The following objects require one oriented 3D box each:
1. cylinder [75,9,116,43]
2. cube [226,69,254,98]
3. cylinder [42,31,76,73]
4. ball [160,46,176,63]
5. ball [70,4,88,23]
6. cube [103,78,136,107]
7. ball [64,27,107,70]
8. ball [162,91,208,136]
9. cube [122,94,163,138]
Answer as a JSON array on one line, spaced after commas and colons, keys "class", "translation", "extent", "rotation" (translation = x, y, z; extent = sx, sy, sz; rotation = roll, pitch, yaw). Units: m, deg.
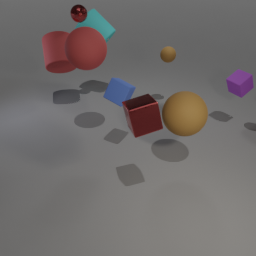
[{"class": "cylinder", "translation": [-1.546, -4.558, 13.151], "extent": [1.400, 1.400, 1.400], "rotation": [43, 31, -10]}, {"class": "cube", "translation": [4.437, -1.769, 11.098], "extent": [0.700, 0.700, 0.700], "rotation": [-39, 43, -8]}, {"class": "cylinder", "translation": [-3.040, -3.344, 12.485], "extent": [1.400, 1.400, 1.400], "rotation": [-10, -9, -2]}, {"class": "ball", "translation": [1.791, -3.276, 12.499], "extent": [0.700, 0.700, 0.700], "rotation": [0, 30, 0]}, {"class": "ball", "translation": [-2.023, -4.719, 11.559], "extent": [0.700, 0.700, 0.700], "rotation": [0, 30, 0]}, {"class": "cube", "translation": [-0.269, -1.181, 9.189], "extent": [0.700, 0.700, 0.700], "rotation": [30, 15, 10]}, {"class": "ball", "translation": [-1.398, -2.632, 9.316], "extent": [1.400, 1.400, 1.400], "rotation": [0, 30, 0]}, {"class": "ball", "translation": [1.752, -0.437, 8.682], "extent": [1.400, 1.400, 1.400], "rotation": [0, 30, 0]}, {"class": "cube", "translation": [0.333, -0.302, 6.576], "extent": [0.700, 0.700, 0.700], "rotation": [-18, 26, -6]}]
